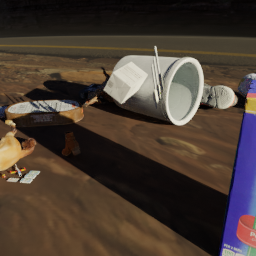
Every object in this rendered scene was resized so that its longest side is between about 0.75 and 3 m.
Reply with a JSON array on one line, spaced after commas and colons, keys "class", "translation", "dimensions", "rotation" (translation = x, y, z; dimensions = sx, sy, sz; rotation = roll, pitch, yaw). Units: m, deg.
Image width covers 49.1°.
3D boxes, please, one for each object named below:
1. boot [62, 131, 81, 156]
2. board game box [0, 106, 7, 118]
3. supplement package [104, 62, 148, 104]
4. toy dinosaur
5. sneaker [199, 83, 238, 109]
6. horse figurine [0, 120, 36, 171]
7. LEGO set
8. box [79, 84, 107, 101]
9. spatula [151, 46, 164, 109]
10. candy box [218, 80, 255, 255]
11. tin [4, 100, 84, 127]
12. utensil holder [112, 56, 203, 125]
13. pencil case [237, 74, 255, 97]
[{"class": "boot", "translation": [-1.593, 0.405, 7.531], "dimensions": [0.822, 0.636, 0.303], "rotation": [-7, 15, 45]}, {"class": "board game box", "translation": [-5.062, -0.588, 10.657], "dimensions": [0.841, 0.173, 0.843], "rotation": [-6, 24, -15]}, {"class": "supplement package", "translation": [-0.057, -1.420, 8.665], "dimensions": [0.722, 0.731, 1.206], "rotation": [39, 39, 6]}, {"class": "toy dinosaur", "translation": [-0.771, -1.446, 11.754], "dimensions": [2.372, 1.608, 1.018], "rotation": [12, 32, -42]}, {"class": "sneaker", "translation": [3.169, -1.370, 11.778], "dimensions": [2.977, 1.147, 1.219], "rotation": [27, 14, 40]}, {"class": "horse figurine", "translation": [-3.625, 0.597, 7.004], "dimensions": [2.958, 0.738, 1.961], "rotation": [-9, 36, -34]}, {"class": "LEGO set", "translation": [-2.579, 1.088, 6.685], "dimensions": [0.762, 0.187, 0.570], "rotation": [3, 19, 8]}, {"class": "box", "translation": [-1.369, -1.675, 13.019], "dimensions": [1.293, 0.351, 1.614], "rotation": [7, 24, 15]}, {"class": "spatula", "translation": [0.600, -1.091, 6.060], "dimensions": [0.095, 0.820, 1.180], "rotation": [-5, 64, -4]}, {"class": "candy box", "translation": [2.659, 0.862, 3.866], "dimensions": [2.325, 2.750, 1.059], "rotation": [10, 25, 22]}, {"class": "tin", "translation": [-3.033, -0.571, 10.212], "dimensions": [2.779, 0.582, 1.556], "rotation": [-4, 27, -10]}, {"class": "utensil holder", "translation": [0.984, -1.497, 10.175], "dimensions": [2.670, 2.269, 2.269], "rotation": [18, 29, 39]}, {"class": "pencil case", "translation": [5.549, -1.511, 11.720], "dimensions": [1.159, 1.062, 2.556], "rotation": [-9, 23, 3]}]
